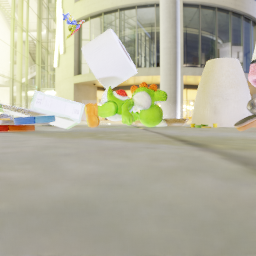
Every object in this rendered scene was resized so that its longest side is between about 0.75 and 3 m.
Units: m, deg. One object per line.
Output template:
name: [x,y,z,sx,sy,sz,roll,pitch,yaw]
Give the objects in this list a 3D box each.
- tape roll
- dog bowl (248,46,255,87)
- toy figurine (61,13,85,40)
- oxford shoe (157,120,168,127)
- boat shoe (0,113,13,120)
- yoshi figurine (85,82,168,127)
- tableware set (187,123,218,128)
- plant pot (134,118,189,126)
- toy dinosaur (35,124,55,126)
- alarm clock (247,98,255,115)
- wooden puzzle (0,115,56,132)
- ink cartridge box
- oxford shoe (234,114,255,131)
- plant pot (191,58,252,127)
tape roll: [-0.651,-2.508,10.372,1.282,1.867,1.867,-30,-5,11]
dog bowl: [3.821,-0.983,5.585,2.982,1.100,2.982,24,9,-4]
toy figurine: [-1.550,-2.707,7.226,0.471,0.535,0.893,-40,17,32]
oxford shoe: [1.373,-0.232,11.857,0.458,0.351,1.217,3,3,-6]
boat shoe: [-4.648,-0.299,10.646,0.605,0.506,1.692,0,1,-22]
yoshi figurine: [0.041,-0.444,8.992,2.641,1.484,1.479,-14,-39,-2]
tableware set: [2.341,-0.088,8.665,1.010,0.155,0.680,0,1,-28]
plant pot: [1.584,-0.275,13.763,2.776,0.381,2.776,0,0,0]
toy dinosaur: [-3.710,-0.318,12.873,0.962,0.518,2.183,-18,-7,30]
alarm clock: [1.514,-0.168,1.373,1.842,0.613,1.242,3,-2,-41]
wooden puzzle: [-2.016,-0.044,4.502,1.380,0.239,2.045,-5,3,-31]
ink cartridge box: [-1.769,-0.392,5.111,1.705,0.409,1.241,16,-10,-19]
oxford shoe: [2.225,-0.095,4.556,1.043,0.372,0.372,-16,3,-11]
plant pot: [3.485,-1.259,10.402,2.292,2.447,2.292,-1,1,0]
